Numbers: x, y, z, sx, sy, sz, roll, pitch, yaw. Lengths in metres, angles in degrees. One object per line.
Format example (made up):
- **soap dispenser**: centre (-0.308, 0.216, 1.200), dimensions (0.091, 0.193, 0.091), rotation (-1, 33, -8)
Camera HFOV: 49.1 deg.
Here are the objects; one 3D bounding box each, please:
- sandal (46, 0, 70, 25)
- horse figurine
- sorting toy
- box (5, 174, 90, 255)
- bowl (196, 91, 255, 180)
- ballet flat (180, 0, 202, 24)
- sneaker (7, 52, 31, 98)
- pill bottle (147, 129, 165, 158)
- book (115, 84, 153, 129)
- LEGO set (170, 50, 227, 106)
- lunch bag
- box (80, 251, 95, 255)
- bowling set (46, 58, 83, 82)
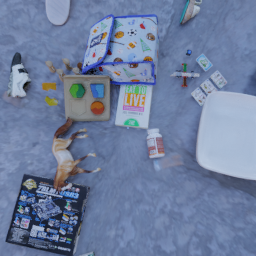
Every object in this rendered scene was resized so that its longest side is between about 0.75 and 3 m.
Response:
- **sandal**: centre (-2.529, -5.281, 10.358), dimensions (1.109, 0.830, 2.896), rotation (8, 100, -4)
- **horse figurine**: centre (-1.873, 0.822, 9.054), dimensions (1.523, 0.573, 2.298), rotation (-21, 70, -7)
- **sorting toy**: centre (-1.665, -0.931, 9.159), dimensions (2.158, 0.289, 1.608), rotation (-1, 113, -6)
- **box**: centre (-2.485, 2.693, 8.827), dimensions (2.156, 0.536, 2.140), rotation (11, 78, 2)
- **bowl**: centre (3.534, 0.286, 9.084), dimensions (2.657, 0.992, 2.653), rotation (11, 79, 3)
- **ballet flat**: centre (2.387, -4.563, 10.289), dimensions (0.599, 0.606, 1.781), rotation (16, 80, -4)
- **sneaker**: centre (-3.729, -1.827, 9.769), dimensions (0.728, 0.610, 1.645), rotation (4, 78, -14)
- **pill bottle**: centre (0.902, 0.507, 9.280), dimensions (0.513, 0.513, 0.914), rotation (-7, 79, -1)
- **book**: centre (0.226, -0.863, 9.659), dimensions (1.129, 0.406, 1.689), rotation (6, 79, 6)
- **LEGO set**: centre (2.424, -1.849, 9.920), dimensions (1.340, 0.440, 1.794), rotation (-42, 93, -8)
- **lunch bag**: centre (-0.246, -2.607, 9.323), dimensions (2.439, 1.510, 2.073), rotation (2, 65, 11)
- **box**: centre (-1.473, 4.900, 8.472), dimensions (1.360, 0.342, 1.884), rotation (-16, 80, -3)
- **bowling set**: centre (-2.010, -2.043, 9.639), dimensions (1.525, 0.819, 1.062), rotation (39, 81, 7)
